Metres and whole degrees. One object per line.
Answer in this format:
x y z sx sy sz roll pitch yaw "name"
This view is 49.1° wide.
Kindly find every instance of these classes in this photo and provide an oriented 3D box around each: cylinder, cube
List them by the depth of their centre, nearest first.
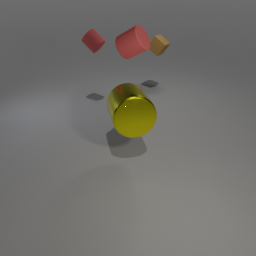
0.134 -2.323 7.615 0.700 0.700 0.700 -19 19 34 "cylinder"
0.085 -0.605 9.173 1.400 1.400 1.400 -6 28 -10 "cylinder"
-1.412 -3.556 11.444 0.700 0.700 0.700 45 37 -5 "cylinder"
1.512 -4.066 13.762 0.700 0.700 0.700 44 36 6 "cube"
